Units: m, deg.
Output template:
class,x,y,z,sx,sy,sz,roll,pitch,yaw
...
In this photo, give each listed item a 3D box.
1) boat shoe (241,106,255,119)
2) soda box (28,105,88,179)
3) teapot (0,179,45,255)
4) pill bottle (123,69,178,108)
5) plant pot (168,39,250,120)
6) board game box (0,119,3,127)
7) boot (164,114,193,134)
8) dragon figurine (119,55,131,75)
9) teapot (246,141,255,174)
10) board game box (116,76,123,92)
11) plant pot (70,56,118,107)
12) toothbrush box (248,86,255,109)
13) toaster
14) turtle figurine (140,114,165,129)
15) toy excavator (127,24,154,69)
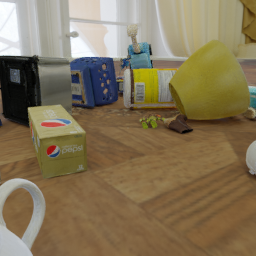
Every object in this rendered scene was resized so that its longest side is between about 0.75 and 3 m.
class,x,y,z,sx,sy,sz,roll,pitch,yaw
boat shoe,4.410,-0.551,10.056,0.372,0.413,1.148,14,14,0
soda box,-1.821,0.168,6.874,0.956,0.903,2.822,-8,20,-22
teapot,-1.613,1.346,2.409,1.815,1.343,1.839,-5,18,-17
pill bottle,1.283,-1.604,11.344,2.903,1.586,1.586,-1,18,-4
plant pot,2.530,-1.358,9.604,1.910,2.691,2.691,-25,19,1
board game box,-5.307,-0.239,8.701,1.871,0.578,1.873,13,22,33
boot,1.728,-0.089,8.813,1.037,0.375,0.863,-12,33,-36
dragon figurine,-0.112,-2.687,11.791,0.476,0.957,0.282,10,-13,-19
teapot,2.739,0.696,5.744,0.860,0.628,0.849,7,37,-47
board game box,0.436,-2.316,14.886,2.643,0.815,2.642,-3,17,-9
plant pot,-1.763,-1.921,11.911,1.967,1.967,1.768,10,26,35
toothbrush box,4.844,-1.166,11.169,1.461,0.851,1.995,-14,22,-38
toaster,-3.034,-1.282,9.206,2.482,2.245,1.473,13,20,38
turtle figurine,0.858,-0.248,9.062,1.168,0.376,0.942,6,18,17
toy excavator,0.536,-3.869,14.207,1.304,2.539,2.611,-6,17,8
